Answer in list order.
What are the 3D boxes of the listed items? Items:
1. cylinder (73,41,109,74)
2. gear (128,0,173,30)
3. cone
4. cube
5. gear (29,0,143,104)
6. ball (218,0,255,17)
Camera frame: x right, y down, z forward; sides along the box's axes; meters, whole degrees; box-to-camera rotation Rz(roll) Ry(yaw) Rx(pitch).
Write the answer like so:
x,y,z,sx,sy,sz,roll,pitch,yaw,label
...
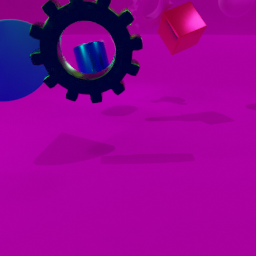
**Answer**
x,y,z,sx,sy,sz,roll,pitch,yaw,label
-1.079,-2.032,8.495,0.970,0.970,0.970,-13,9,2,cylinder
0.565,-3.011,6.972,1.159,1.159,0.214,-13,58,-31,gear
-2.599,-1.669,5.510,1.659,1.659,1.666,-16,50,-37,cone
1.370,-2.560,7.252,0.826,0.826,0.826,-26,-12,-11,cube
-0.683,-1.322,4.715,1.821,1.821,0.337,-1,29,-2,gear
3.045,-3.630,7.867,0.970,0.970,0.970,0,20,0,ball
